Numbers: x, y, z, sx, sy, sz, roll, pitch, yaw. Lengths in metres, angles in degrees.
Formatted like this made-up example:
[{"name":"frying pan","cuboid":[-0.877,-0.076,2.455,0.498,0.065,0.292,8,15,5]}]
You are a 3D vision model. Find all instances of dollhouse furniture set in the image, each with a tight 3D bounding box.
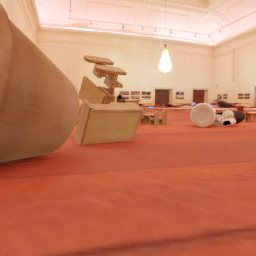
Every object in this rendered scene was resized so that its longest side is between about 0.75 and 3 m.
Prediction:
[{"name":"dollhouse furniture set","cuboid":[-0.925,-0.619,7.370,1.504,1.984,2.264,-2,32,-36]},{"name":"dollhouse furniture set","cuboid":[0.740,-0.724,12.748,1.646,1.093,1.443,-4,7,-40]},{"name":"dollhouse furniture set","cuboid":[6.292,-0.754,14.622,1.564,0.806,1.547,-1,5,-14]}]

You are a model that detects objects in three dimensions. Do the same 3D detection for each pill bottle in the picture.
[{"name":"pill bottle","cuboid":[3.180,-0.556,11.740,0.961,0.961,1.715,2,5,18]}]

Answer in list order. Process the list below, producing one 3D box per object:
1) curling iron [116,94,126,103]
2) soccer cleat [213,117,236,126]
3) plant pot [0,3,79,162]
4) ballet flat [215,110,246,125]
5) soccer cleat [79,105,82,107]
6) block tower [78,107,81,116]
[{"name":"curling iron","cuboid":[-0.133,-0.439,8.159,0.358,0.695,2.803,-2,-14,-1]},{"name":"soccer cleat","cuboid":[3.947,-0.246,11.682,0.464,0.374,1.090,-29,19,-38]},{"name":"plant pot","cuboid":[-2.144,-0.480,4.499,2.699,2.699,2.342,4,-11,33]},{"name":"ballet flat","cuboid":[4.202,-0.450,12.190,0.680,0.680,1.861,-2,0,-24]},{"name":"soccer cleat","cuboid":[-1.598,-0.965,16.461,2.788,0.951,1.020,1,5,-19]},{"name":"block tower","cuboid":[-1.444,-0.742,14.673,0.782,0.837,2.894,3,8,26]}]
